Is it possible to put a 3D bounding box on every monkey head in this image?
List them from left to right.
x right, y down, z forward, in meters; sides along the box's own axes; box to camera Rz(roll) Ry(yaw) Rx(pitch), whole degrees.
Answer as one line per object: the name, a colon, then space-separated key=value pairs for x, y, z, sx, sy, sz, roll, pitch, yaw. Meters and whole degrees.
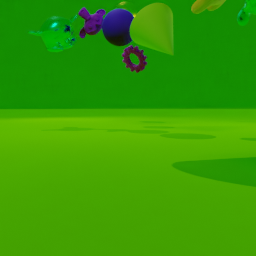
monkey head: x=-2.333 y=-3.031 z=9.060 sx=1.727 sy=1.041 sz=1.243 roll=-30 pitch=25 yaw=-23
monkey head: x=-1.167 y=-3.315 z=8.664 sx=0.828 sy=1.151 sz=0.694 roll=41 pitch=5 yaw=-20
monkey head: x=2.717 y=-2.943 z=5.959 sx=0.997 sy=1.386 sz=0.835 roll=38 pitch=40 yaw=19

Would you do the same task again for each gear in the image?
gear: x=0.291 y=-3.115 z=12.688 sx=1.227 sy=1.227 sz=0.227 roll=3 pitch=37 yaw=39

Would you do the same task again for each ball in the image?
ball: x=-0.240 y=-2.913 z=8.147 sx=1.029 sy=1.029 sz=1.029 roll=0 pitch=4 yaw=0
ball: x=-0.062 y=-4.013 z=10.040 sx=0.969 sy=0.969 sz=0.969 roll=0 pitch=4 yaw=0

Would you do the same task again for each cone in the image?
cone: x=0.806 y=-2.113 z=6.680 sx=1.174 sy=1.179 sz=1.174 roll=-19 pitch=-32 yaw=-12

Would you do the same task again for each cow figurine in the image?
cow figurine: x=2.008 y=-3.292 z=6.198 sx=1.639 sy=0.900 sz=1.613 roll=-24 pitch=-4 yaw=-40
